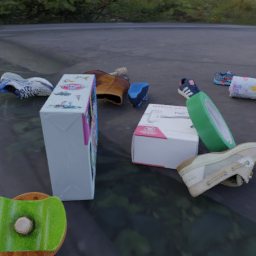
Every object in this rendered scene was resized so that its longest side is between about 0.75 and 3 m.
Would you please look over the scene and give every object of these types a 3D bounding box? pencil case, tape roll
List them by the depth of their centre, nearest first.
[{"bbox_3d":[2.274,-0.084,7.616,0.451,1.877,1.877,-32,13,27],"label":"tape roll"},{"bbox_3d":[5.490,-1.655,11.890,2.235,0.929,1.014,9,9,16],"label":"pencil case"}]

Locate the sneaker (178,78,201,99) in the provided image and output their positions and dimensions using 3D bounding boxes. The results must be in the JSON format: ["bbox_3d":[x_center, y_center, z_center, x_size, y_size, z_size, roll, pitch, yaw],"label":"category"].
[{"bbox_3d":[2.784,-1.691,12.121,0.696,0.785,1.857,-12,28,-23],"label":"sneaker"}]

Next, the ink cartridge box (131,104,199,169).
[{"bbox_3d":[1.164,0.157,8.035,1.672,0.945,2.282,6,26,12],"label":"ink cartridge box"}]

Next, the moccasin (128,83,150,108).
[{"bbox_3d":[0.378,-1.394,11.657,0.819,0.694,2.036,1,23,20],"label":"moccasin"}]

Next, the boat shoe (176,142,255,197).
[{"bbox_3d":[2.392,0.979,6.556,2.666,0.962,0.866,-7,62,-29],"label":"boat shoe"}]

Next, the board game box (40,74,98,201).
[{"bbox_3d":[-1.278,0.037,6.932,0.924,2.120,2.874,-2,25,-4],"label":"board game box"}]

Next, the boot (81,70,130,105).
[{"bbox_3d":[-1.288,-1.650,12.087,2.557,0.930,2.716,14,27,5],"label":"boot"}]

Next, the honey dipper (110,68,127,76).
[{"bbox_3d":[-1.063,-2.799,14.896,2.345,0.445,0.445,-22,33,-35],"label":"honey dipper"}]

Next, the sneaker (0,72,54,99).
[{"bbox_3d":[-4.372,-1.624,12.046,2.317,0.893,0.987,8,47,-4],"label":"sneaker"}]

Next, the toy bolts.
[{"bbox_3d":[-2.232,2.088,4.049,2.500,1.734,2.388,6,65,-10],"label":"toy bolts"}]

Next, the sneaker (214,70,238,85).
[{"bbox_3d":[5.074,-2.490,13.851,1.539,0.735,0.610,6,26,12],"label":"sneaker"}]
